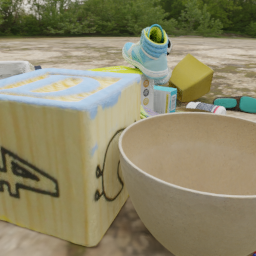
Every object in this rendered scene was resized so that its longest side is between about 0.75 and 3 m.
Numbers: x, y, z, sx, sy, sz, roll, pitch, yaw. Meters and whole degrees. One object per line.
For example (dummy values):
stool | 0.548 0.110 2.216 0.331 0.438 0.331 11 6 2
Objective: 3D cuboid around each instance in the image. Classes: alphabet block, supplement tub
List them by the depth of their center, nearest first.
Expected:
alphabet block | -1.227 0.305 5.518 2.445 2.490 2.432 9 25 21
supplement tub | 2.599 -0.406 9.443 1.195 0.838 0.838 17 28 36

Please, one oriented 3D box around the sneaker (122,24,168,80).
sneaker | 0.574 -2.740 9.153 0.942 1.546 2.368 -20 43 -24

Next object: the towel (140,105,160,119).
towel | 1.305 -0.002 7.253 2.913 0.332 2.092 19 14 -45

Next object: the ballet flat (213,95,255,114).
ballet flat | 4.435 -1.010 11.214 1.975 0.671 0.675 10 16 22

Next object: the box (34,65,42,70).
box | -5.090 -2.373 13.892 1.751 1.104 1.781 -8 23 -18

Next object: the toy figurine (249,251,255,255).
toy figurine | 2.095 2.002 4.039 0.532 0.468 0.888 29 12 18

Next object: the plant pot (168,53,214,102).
plant pot | 2.594 -1.996 12.219 1.509 1.466 1.475 -38 62 -14

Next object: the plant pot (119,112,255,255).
plant pot | 1.221 1.040 4.566 2.747 1.844 2.747 0 23 0

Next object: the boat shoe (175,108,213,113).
boat shoe | 2.467 -0.017 8.494 2.468 0.819 0.913 23 23 39

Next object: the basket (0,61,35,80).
basket | -5.167 -1.895 11.826 2.444 1.657 1.508 -3 8 -2

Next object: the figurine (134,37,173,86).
figurine | 0.861 -2.546 12.117 0.985 2.289 2.233 19 -27 -27

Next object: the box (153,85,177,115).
box | 0.654 -1.186 11.118 2.485 1.023 0.611 14 24 30

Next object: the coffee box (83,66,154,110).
coffee box | -0.361 -1.141 9.929 1.834 1.816 1.836 -15 27 -33
